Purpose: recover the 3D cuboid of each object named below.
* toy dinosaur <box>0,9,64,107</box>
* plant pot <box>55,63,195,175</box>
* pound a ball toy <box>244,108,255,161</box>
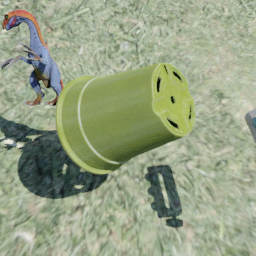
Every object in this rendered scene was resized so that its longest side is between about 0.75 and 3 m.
[{"bbox_3d":[-2.041,-1.506,6.285,1.163,2.010,2.215,5,14,18],"label":"toy dinosaur"},{"bbox_3d":[0.095,-0.320,5.689,2.160,2.274,2.274,-17,49,40],"label":"plant pot"},{"bbox_3d":[2.679,0.485,5.285,0.727,1.115,1.710,12,54,-33],"label":"pound a ball toy"}]
